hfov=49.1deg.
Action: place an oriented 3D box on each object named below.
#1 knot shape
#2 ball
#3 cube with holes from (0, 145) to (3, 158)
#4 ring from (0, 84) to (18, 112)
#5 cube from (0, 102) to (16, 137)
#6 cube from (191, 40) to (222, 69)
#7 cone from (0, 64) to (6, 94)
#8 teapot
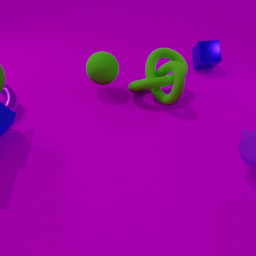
[{"bbox_3d":[1.077,-1.672,8.619,1.983,0.916,1.856,9,61,40],"label":"knot shape"},{"bbox_3d":[-0.794,-1.861,8.765,1.019,1.019,1.019,0,39,0],"label":"ball"},{"bbox_3d":[-3.699,0.480,6.077,1.262,1.262,1.262,-3,34,-3],"label":"cube with holes"},{"bbox_3d":[-4.136,-0.687,8.066,1.828,0.366,1.828,4,52,-5],"label":"ring"},{"bbox_3d":[-3.423,-0.215,7.172,0.714,0.714,0.714,39,58,-10],"label":"cube"},{"bbox_3d":[2.839,-2.650,10.164,0.786,0.786,0.786,-5,84,-6],"label":"cube"},{"bbox_3d":[-3.492,-1.116,6.441,1.279,1.279,1.284,-18,20,-21],"label":"cone"},{"bbox_3d":[2.823,0.428,6.061,0.636,0.808,1.299,12,36,-43],"label":"teapot"}]
